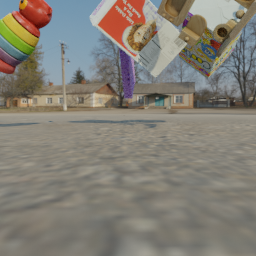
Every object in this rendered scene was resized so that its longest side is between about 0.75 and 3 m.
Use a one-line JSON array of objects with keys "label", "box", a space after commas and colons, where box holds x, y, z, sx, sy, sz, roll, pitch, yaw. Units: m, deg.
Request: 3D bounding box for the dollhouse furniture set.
[{"label": "dollhouse furniture set", "box": [1.566, -2.608, 6.060, 2.038, 1.938, 1.660, 38, 50, 7]}]

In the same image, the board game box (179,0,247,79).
[{"label": "board game box", "box": [2.835, -3.193, 9.565, 1.526, 1.499, 2.910, 41, -5, 15]}]

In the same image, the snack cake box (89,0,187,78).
[{"label": "snack cake box", "box": [0.369, -2.995, 8.599, 2.720, 1.564, 0.914, 33, 20, -35]}]

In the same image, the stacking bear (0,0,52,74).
[{"label": "stacking bear", "box": [-2.744, -2.442, 7.064, 1.217, 2.004, 1.140, 53, 12, 34]}]

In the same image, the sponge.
[{"label": "sponge", "box": [-0.015, -2.667, 11.050, 0.395, 2.648, 1.477, 1, 36, 8]}]
